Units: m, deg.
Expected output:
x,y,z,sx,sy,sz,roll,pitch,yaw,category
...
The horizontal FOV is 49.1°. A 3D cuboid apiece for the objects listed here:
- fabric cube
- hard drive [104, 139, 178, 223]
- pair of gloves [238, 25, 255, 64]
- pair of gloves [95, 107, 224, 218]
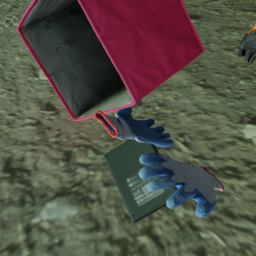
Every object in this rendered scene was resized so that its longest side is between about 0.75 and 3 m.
x,y,z,sx,sy,sz,roll,pitch,yaw,category
-0.413,-2.182,6.879,2.820,2.830,2.776,-40,17,-33,fabric cube
0.229,0.847,5.109,0.972,0.229,1.392,-31,61,7,hard drive
3.461,-1.733,5.765,2.166,1.930,0.268,4,82,13,pair of gloves
0.349,0.279,3.183,1.713,0.195,1.377,45,20,29,pair of gloves
